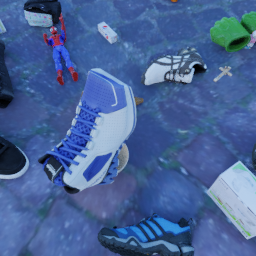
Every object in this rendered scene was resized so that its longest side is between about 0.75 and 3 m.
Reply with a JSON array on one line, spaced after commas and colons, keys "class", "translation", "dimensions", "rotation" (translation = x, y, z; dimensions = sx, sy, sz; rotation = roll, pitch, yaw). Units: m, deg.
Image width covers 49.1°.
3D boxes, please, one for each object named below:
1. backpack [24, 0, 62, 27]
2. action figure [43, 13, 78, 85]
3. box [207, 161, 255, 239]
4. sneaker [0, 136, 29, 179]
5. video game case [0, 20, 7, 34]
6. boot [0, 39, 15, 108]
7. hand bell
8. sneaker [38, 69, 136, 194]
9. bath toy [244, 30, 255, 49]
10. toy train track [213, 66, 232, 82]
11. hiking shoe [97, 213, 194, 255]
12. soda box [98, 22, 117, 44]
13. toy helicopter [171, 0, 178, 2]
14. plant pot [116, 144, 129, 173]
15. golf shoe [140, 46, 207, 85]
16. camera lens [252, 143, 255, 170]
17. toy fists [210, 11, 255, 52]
[{"class": "backpack", "translation": [-3.143, -4.206, 10.244], "dimensions": [1.283, 0.812, 1.070], "rotation": [2, 48, 0]}, {"class": "action figure", "translation": [-2.290, -2.733, 9.204], "dimensions": [0.797, 1.209, 2.442], "rotation": [-16, 58, -10]}, {"class": "box", "translation": [2.665, 1.696, 6.490], "dimensions": [0.693, 1.264, 1.433], "rotation": [-31, 63, -17]}, {"class": "sneaker", "translation": [-3.912, 0.296, 7.162], "dimensions": [2.725, 1.524, 0.995], "rotation": [26, 63, 14]}, {"class": "video game case", "translation": [-4.966, -3.689, 10.360], "dimensions": [0.718, 0.087, 0.788], "rotation": [-27, 62, -15]}, {"class": "boot", "translation": [-4.681, -1.891, 8.409], "dimensions": [2.152, 0.857, 2.611], "rotation": [6, 54, -38]}, {"class": "hand bell", "translation": [-0.398, -0.706, 8.338], "dimensions": [1.827, 0.951, 0.951], "rotation": [-8, 59, -20]}, {"class": "sneaker", "translation": [-0.656, 0.272, 4.264], "dimensions": [0.860, 2.129, 1.229], "rotation": [31, 36, 29]}, {"class": "bath toy", "translation": [4.202, -3.038, 9.558], "dimensions": [0.335, 0.772, 0.285], "rotation": [8, 70, -4]}, {"class": "toy train track", "translation": [3.119, -1.799, 9.215], "dimensions": [0.843, 0.137, 0.484], "rotation": [-40, 67, -20]}, {"class": "hiking shoe", "translation": [0.405, 2.433, 6.423], "dimensions": [2.182, 0.812, 0.946], "rotation": [10, 52, -6]}, {"class": "soda box", "translation": [-0.735, -3.433, 10.083], "dimensions": [0.279, 0.299, 0.877], "rotation": [-32, 64, -17]}, {"class": "toy helicopter", "translation": [1.914, -5.543, 11.347], "dimensions": [0.727, 0.434, 1.099], "rotation": [31, 53, 27]}, {"class": "plant pot", "translation": [-0.513, 0.807, 7.321], "dimensions": [1.039, 0.697, 1.039], "rotation": [1, 65, -2]}, {"class": "golf shoe", "translation": [1.479, -1.791, 8.796], "dimensions": [2.236, 0.869, 1.056], "rotation": [-28, 63, -14]}, {"class": "camera lens", "translation": [4.026, 0.735, 7.122], "dimensions": [1.451, 1.161, 1.161], "rotation": [14, 60, 7]}, {"class": "toy fists", "translation": [4.026, -3.361, 9.712], "dimensions": [2.424, 0.833, 1.235], "rotation": [-16, 58, -11]}]
